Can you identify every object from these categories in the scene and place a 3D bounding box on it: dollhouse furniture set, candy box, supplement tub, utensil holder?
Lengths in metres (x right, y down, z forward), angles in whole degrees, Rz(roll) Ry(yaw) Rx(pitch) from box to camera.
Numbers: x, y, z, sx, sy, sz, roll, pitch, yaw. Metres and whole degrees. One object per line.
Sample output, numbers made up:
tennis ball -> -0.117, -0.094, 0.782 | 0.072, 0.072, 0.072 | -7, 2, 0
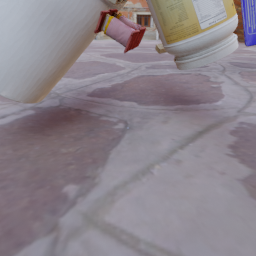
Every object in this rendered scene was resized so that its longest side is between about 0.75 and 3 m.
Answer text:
dollhouse furniture set -> 0.018, -1.898, 4.328 | 0.663, 1.231, 0.501 | 34, 39, 11
candy box -> 2.524, -2.096, 3.781 | 1.891, 1.599, 0.728 | -4, 20, 24
supplement tub -> 1.602, -3.111, 7.194 | 2.009, 2.783, 2.009 | -22, 21, 9
utensil holder -> -1.879, -2.301, 5.786 | 2.469, 2.905, 2.469 | 38, 19, -16

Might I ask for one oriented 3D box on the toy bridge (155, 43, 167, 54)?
toy bridge -> 1.764, -4.095, 10.566 | 0.975, 2.901, 0.395 | -17, 56, -21
